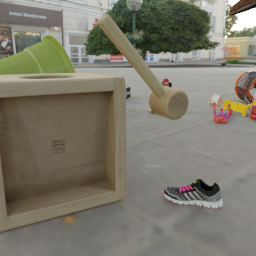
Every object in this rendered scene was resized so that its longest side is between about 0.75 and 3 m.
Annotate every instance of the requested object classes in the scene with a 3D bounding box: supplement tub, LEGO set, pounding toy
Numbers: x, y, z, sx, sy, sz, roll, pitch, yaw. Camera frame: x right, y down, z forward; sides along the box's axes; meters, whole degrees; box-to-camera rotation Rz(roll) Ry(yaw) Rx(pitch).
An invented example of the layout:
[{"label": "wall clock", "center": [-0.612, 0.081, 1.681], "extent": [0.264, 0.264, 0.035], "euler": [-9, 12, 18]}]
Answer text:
[{"label": "supplement tub", "center": [5.142, -1.616, 11.239], "extent": [1.383, 1.383, 2.586], "euler": [1, 15, 2]}, {"label": "LEGO set", "center": [4.058, -0.884, 9.565], "extent": [2.356, 1.084, 0.877], "euler": [-19, -12, 26]}, {"label": "pounding toy", "center": [-0.583, -0.266, 3.946], "extent": [2.725, 2.394, 1.247], "euler": [-8, 16, -27]}]

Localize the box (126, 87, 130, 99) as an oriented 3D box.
[{"label": "box", "center": [-1.072, -1.531, 12.675], "extent": [1.818, 0.502, 2.270], "euler": [5, 15, 17]}]

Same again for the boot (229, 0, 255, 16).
[{"label": "boot", "center": [1.462, -1.990, 3.277], "extent": [0.957, 1.027, 0.330], "euler": [-22, 4, 38]}]

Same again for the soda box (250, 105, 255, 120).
[{"label": "soda box", "center": [4.282, -0.375, 8.257], "extent": [0.423, 0.467, 1.334], "euler": [-6, 16, -21]}]

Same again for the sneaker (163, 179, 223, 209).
[{"label": "sneaker", "center": [0.879, 0.843, 3.792], "extent": [0.795, 0.348, 0.293], "euler": [5, 15, 17]}]

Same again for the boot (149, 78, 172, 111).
[{"label": "boot", "center": [1.195, -1.194, 10.113], "extent": [0.569, 1.133, 1.570], "euler": [7, 17, 26]}]

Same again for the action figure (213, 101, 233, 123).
[{"label": "action figure", "center": [2.926, -0.560, 8.618], "extent": [0.471, 0.715, 1.444], "euler": [7, 18, 26]}]

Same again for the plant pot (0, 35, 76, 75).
[{"label": "plant pot", "center": [-2.464, -0.554, 6.001], "extent": [2.307, 2.429, 2.429], "euler": [-21, 23, -27]}]
